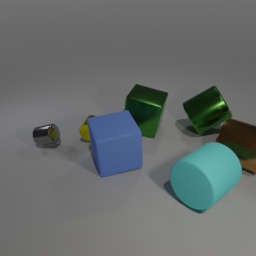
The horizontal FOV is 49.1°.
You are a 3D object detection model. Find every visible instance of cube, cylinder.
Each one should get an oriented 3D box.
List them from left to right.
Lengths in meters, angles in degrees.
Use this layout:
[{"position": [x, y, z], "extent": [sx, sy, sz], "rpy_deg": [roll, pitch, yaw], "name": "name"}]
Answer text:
[{"position": [-2.916, 0.242, 10.026], "extent": [0.700, 0.700, 0.700], "rpy_deg": [-11, 25, 19], "name": "cylinder"}, {"position": [-1.376, -0.012, 10.374], "extent": [0.700, 0.700, 0.700], "rpy_deg": [5, 33, 8], "name": "cylinder"}, {"position": [-0.420, 0.463, 8.946], "extent": [1.400, 1.400, 1.400], "rpy_deg": [-13, 35, -12], "name": "cube"}, {"position": [0.657, -0.696, 10.993], "extent": [1.400, 1.400, 1.400], "rpy_deg": [17, 33, 9], "name": "cube"}, {"position": [2.099, 1.269, 7.599], "extent": [1.400, 1.400, 1.400], "rpy_deg": [-23, 36, -38], "name": "cylinder"}, {"position": [3.024, -0.689, 10.731], "extent": [1.400, 1.400, 1.400], "rpy_deg": [-29, 24, 16], "name": "cylinder"}, {"position": [3.709, 0.543, 8.988], "extent": [1.400, 1.400, 1.400], "rpy_deg": [23, 36, 34], "name": "cylinder"}]
